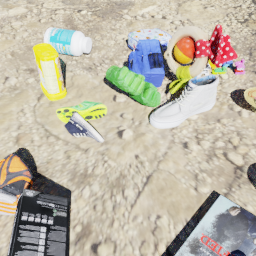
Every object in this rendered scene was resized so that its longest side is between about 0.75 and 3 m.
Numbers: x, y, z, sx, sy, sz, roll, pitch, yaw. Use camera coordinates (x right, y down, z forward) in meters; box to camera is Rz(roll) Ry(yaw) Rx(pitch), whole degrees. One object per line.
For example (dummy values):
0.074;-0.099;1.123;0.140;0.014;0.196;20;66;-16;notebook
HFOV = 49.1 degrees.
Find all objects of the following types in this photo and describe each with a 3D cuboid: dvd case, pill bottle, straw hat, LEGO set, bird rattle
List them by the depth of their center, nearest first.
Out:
2.267;2.914;6.197;1.972;0.297;2.702;31;51;30;dvd case
4.828;-0.818;10.137;1.429;0.605;1.429;2;45;-2;straw hat
2.306;-2.643;10.221;1.643;2.916;2.378;-17;61;-33;bird rattle
4.036;-2.902;12.264;2.150;0.882;0.820;-4;41;-4;LEGO set
-2.826;-4.079;13.360;2.097;1.162;1.162;12;43;14;pill bottle

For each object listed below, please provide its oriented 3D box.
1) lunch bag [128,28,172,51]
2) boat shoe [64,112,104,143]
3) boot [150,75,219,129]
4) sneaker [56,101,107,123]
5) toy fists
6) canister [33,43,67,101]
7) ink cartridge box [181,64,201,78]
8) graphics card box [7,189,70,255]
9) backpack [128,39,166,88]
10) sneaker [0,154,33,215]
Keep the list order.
1.064;-4.254;13.883;2.060;0.778;1.650;-23;49;-25;lunch bag
-1.460;0.151;9.221;1.446;0.540;0.671;42;87;22;boat shoe
1.980;-1.038;9.822;2.806;1.341;1.032;-24;47;-24;boot
-1.636;-0.569;9.955;1.770;0.656;0.740;-6;26;-10;sneaker
0.316;-1.419;9.729;0.794;2.309;1.177;-55;45;3;toy fists
-2.992;-2.148;10.717;0.787;1.819;1.351;-22;47;-22;canister
2.558;-2.244;11.709;0.889;0.643;0.374;29;49;29;ink cartridge box
-1.970;2.370;6.292;1.209;0.490;1.927;19;37;-25;graphics card box
0.725;-2.616;10.951;1.433;1.387;1.707;-1;72;-8;backpack
-3.835;1.367;7.552;2.643;1.025;1.481;15;39;1;sneaker
